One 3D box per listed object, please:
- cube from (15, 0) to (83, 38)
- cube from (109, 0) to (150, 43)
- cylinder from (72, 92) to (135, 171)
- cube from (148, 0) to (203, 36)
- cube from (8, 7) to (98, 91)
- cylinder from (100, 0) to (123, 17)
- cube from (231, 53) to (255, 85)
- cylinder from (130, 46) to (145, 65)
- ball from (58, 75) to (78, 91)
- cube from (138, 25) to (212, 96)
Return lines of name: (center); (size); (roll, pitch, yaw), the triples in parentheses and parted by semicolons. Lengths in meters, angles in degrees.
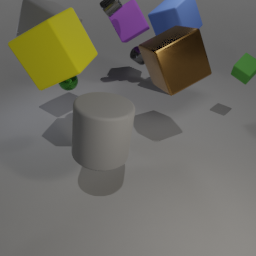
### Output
cube: (-2.634, -3.331, 9.362); (1.400, 1.400, 1.400); (35, 29, 19)
cube: (0.078, -5.034, 13.317); (1.400, 1.400, 1.400); (-27, 11, 14)
cylinder: (-0.608, 0.052, 6.643); (1.400, 1.400, 1.400); (6, 30, -4)
cube: (1.933, -4.383, 11.365); (1.400, 1.400, 1.400); (8, 47, 45)
cube: (-1.897, -2.069, 7.360); (1.400, 1.400, 1.400); (-17, 27, 26)
cylinder: (-0.702, -5.115, 11.635); (0.700, 0.700, 0.700); (-34, 26, 19)
cube: (4.336, -2.175, 10.307); (0.700, 0.700, 0.700); (43, 85, 19)
cylinder: (0.571, -3.597, 13.930); (0.700, 0.700, 0.700); (21, 11, -45)
ball: (-2.121, -1.675, 9.913); (0.700, 0.700, 0.700); (0, 31, 0)
cube: (1.360, -2.028, 8.270); (1.400, 1.400, 1.400); (-29, 29, -4)
